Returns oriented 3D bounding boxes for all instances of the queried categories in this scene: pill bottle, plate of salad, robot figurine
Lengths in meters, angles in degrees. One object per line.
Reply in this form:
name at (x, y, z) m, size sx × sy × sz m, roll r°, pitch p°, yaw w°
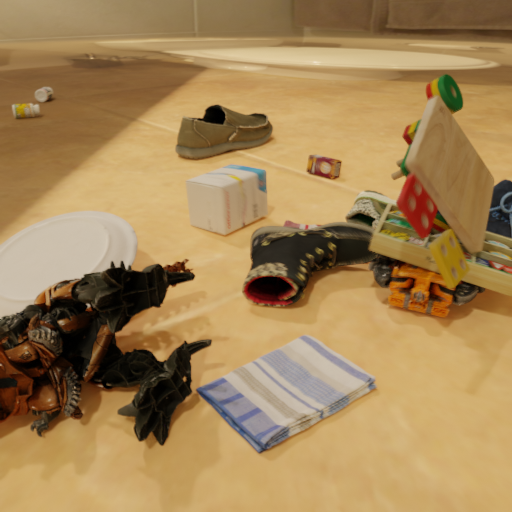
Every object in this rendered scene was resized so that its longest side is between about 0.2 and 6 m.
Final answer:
pill bottle at (-8.406, -6.434, 22.276) m, size 0.494 × 0.494 × 0.827 m, roll 1°, pitch 26°, yaw 3°
pill bottle at (-8.031, -5.073, 19.574) m, size 0.848 × 0.478 × 0.478 m, roll -9°, pitch 28°, yaw -18°
plate of salad at (-3.098, 0.212, 8.751) m, size 2.630 × 0.632 × 2.630 m, roll -8°, pitch 42°, yaw 7°
robot figurine at (2.700, 0.215, 8.762) m, size 1.675 × 0.672 × 2.310 m, roll 13°, pitch 29°, yaw 20°

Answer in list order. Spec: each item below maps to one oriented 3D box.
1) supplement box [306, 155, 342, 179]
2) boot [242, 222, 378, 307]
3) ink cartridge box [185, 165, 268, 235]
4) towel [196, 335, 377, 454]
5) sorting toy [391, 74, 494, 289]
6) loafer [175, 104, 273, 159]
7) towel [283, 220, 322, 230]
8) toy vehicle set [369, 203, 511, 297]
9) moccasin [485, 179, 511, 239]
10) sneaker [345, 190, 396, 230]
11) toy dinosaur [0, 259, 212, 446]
supplement box at (1.678, -2.213, 13.855) m, size 0.791 × 0.436 × 0.339 m, roll 21°, pitch 22°, yaw 35°
boot at (0.893, 0.162, 8.821) m, size 2.214 × 0.799 × 1.672 m, roll 1°, pitch 29°, yaw 9°
ink cartridge box at (-0.562, -1.145, 11.119) m, size 0.971 × 0.976 × 1.330 m, roll 17°, pitch 31°, yaw 37°
towel at (0.371, 1.540, 6.663) m, size 1.795 × 0.214 × 1.318 m, roll -19°, pitch 32°, yaw -33°
sorting toy at (2.678, -1.064, 8.172) m, size 0.613 × 1.746 × 3.623 m, roll -23°, pitch 28°, yaw 43°
loafer at (-0.803, -3.691, 15.975) m, size 1.315 × 1.218 × 3.496 m, roll 21°, pitch 33°, yaw 35°
towel at (1.224, -0.282, 10.318) m, size 1.669 × 0.190 × 1.202 m, roll 6°, pitch 28°, yaw 11°
toy vehicle set at (2.899, -0.139, 8.427) m, size 2.181 × 0.289 × 1.355 m, roll 19°, pitch 31°, yaw 13°
moccasin at (4.480, -0.890, 10.494) m, size 3.268 × 1.114 × 1.315 m, roll 24°, pitch 35°, yaw 39°
sneaker at (2.575, -0.621, 10.583) m, size 2.045 × 0.786 × 0.906 m, roll 15°, pitch 42°, yaw 39°
toy dinosaur at (-2.054, 0.820, 6.587) m, size 2.548 × 1.918 × 3.755 m, roll -1°, pitch 44°, yaw 36°
